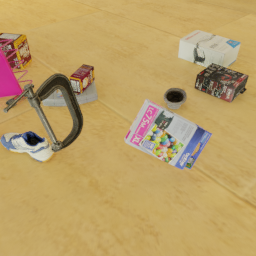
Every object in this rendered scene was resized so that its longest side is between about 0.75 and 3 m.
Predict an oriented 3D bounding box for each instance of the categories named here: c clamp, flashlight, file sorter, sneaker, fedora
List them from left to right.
[{"bbox_3d":[-5.063,-2.467,11.491,1.394,2.006,1.258,-4,35,17],"label":"file sorter"},{"bbox_3d":[-4.415,-1.248,11.512,0.392,0.390,1.153,51,52,-11],"label":"flashlight"},{"bbox_3d":[-3.347,0.382,9.200,2.014,0.888,0.758,14,44,17],"label":"sneaker"},{"bbox_3d":[-2.210,-0.331,8.153,0.368,2.717,2.321,8,50,26],"label":"c clamp"},{"bbox_3d":[1.885,-1.124,11.266,0.918,0.469,1.038,6,46,9],"label":"fedora"}]

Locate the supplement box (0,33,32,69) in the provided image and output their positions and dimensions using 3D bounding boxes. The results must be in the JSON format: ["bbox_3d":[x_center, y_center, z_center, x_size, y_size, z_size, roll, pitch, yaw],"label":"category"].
[{"bbox_3d":[-5.655,-3.747,13.612,1.406,1.386,0.933,8,41,9],"label":"supplement box"}]

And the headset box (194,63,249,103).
[{"bbox_3d":[4.087,-1.942,12.014,1.939,0.727,1.441,28,48,29],"label":"headset box"}]

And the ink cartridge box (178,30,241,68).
[{"bbox_3d":[4.045,-3.925,14.092,2.452,1.027,1.779,30,49,30],"label":"ink cartridge box"}]

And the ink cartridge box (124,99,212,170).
[{"bbox_3d":[1.225,0.282,8.163,2.310,1.379,0.485,26,12,-12],"label":"ink cartridge box"}]

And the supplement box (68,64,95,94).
[{"bbox_3d":[-1.888,-2.037,11.569,0.523,0.674,1.222,16,44,16],"label":"supplement box"}]

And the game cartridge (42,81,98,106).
[{"bbox_3d":[-2.441,-1.508,11.778,2.241,0.465,1.492,-8,37,-9],"label":"game cartridge"}]
